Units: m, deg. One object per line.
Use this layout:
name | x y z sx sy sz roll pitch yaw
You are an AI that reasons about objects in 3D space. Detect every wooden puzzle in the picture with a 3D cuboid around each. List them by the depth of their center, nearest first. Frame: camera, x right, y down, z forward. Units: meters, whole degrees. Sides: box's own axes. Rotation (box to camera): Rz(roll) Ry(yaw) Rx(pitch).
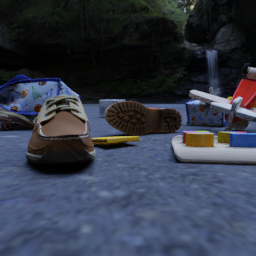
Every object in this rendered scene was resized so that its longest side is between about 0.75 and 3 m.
wooden puzzle | 1.704 0.257 5.225 1.720 0.430 1.857 1 6 7

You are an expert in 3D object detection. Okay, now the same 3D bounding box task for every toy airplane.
toy airplane | 3.441 -0.565 8.417 2.585 1.832 2.596 -11 43 -4

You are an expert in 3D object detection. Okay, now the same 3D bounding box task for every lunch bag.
lunch bag | -3.162 -0.905 9.937 2.417 1.497 2.055 -1 -11 11
lunch bag | 3.188 -0.637 10.746 1.462 1.065 1.719 3 15 32

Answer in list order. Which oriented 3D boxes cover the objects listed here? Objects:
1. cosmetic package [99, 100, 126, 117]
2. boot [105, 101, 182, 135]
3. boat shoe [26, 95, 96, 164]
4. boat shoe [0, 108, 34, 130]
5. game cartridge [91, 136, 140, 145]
cosmetic package | -0.829 -0.997 14.549 0.691 0.961 1.703 -5 9 -34
boot | 0.261 -0.246 8.308 2.430 0.912 1.303 6 -1 -32
boat shoe | -1.249 -0.061 5.074 1.111 1.084 2.936 -2 6 -17
boat shoe | -3.896 -0.211 8.953 1.768 0.636 0.638 20 -14 -17
game cartridge | -0.314 0.268 6.110 0.870 0.141 0.767 -1 -1 -38
